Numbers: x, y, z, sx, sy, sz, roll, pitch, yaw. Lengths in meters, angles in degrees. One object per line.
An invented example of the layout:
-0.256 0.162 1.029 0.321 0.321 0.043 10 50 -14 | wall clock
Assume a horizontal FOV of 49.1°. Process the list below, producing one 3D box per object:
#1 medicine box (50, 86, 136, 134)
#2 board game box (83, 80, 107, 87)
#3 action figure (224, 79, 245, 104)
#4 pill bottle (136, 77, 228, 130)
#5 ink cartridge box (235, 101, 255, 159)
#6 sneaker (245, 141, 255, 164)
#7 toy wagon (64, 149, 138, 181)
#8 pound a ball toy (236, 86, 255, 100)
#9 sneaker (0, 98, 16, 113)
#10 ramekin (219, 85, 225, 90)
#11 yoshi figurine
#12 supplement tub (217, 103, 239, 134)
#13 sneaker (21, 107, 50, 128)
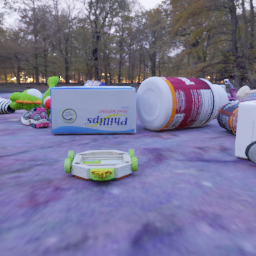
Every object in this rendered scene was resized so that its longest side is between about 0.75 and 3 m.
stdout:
-0.996 -0.630 8.658 2.298 1.299 2.523 -1 8 -4 | medicine box
-1.241 -1.440 12.010 1.088 0.661 1.364 41 -12 -33 | board game box
4.764 -1.273 14.342 2.677 1.793 1.994 29 -16 47 | action figure
1.770 -0.789 8.819 2.784 1.573 1.573 -5 10 -33 | pill bottle
3.448 0.085 4.813 1.825 1.063 2.521 -8 12 -41 | ink cartridge box
2.434 0.463 4.136 0.603 0.563 1.522 -12 15 -36 | sneaker
-0.408 0.571 4.294 1.088 0.277 1.402 -1 10 -5 | toy wagon
3.875 -0.423 7.660 0.837 1.285 1.971 -42 21 -12 | pound a ball toy
-6.260 -1.102 13.746 1.452 0.953 2.524 6 13 -27 | sneaker
2.725 -1.192 12.180 2.859 1.332 2.859 0 8 0 | ramekin
-3.025 -1.060 10.783 2.763 1.553 1.547 2 -27 -11 | yoshi figurine
3.031 -0.212 7.502 0.844 0.844 1.578 0 10 -2 | supplement tub
-3.073 -0.398 9.384 0.676 0.626 1.677 -7 11 -39 | sneaker
